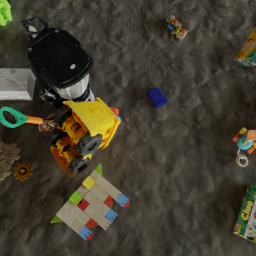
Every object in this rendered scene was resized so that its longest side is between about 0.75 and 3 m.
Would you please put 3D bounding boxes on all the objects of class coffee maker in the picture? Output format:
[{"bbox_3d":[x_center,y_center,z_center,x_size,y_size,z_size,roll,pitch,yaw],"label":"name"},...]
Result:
[{"bbox_3d":[-2.431,-2.120,10.441,1.998,2.967,2.849,-18,74,-11],"label":"coffee maker"}]

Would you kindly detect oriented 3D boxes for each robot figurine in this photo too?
[{"bbox_3d":[-6.252,-5.519,12.922,1.887,1.092,1.656,35,70,13],"label":"robot figurine"}]

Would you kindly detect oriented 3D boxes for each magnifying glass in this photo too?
[{"bbox_3d":[-3.072,-0.265,8.087,0.171,1.531,0.609,-33,72,23],"label":"magnifying glass"}]

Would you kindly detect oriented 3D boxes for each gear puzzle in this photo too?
[{"bbox_3d":[-4.856,1.167,10.594,2.830,0.371,1.466,21,67,5],"label":"gear puzzle"}]

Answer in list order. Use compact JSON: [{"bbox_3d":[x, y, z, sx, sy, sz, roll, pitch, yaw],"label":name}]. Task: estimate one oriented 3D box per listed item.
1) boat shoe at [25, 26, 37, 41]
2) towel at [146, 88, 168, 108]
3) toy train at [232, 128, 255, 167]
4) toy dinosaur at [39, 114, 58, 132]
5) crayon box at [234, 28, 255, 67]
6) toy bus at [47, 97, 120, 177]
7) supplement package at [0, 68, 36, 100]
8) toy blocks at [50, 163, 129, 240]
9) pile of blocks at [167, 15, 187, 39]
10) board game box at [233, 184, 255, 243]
[{"bbox_3d":[-4.242,-3.919,12.700,0.465,0.539,1.483,-36,72,32],"label":"boat shoe"},{"bbox_3d":[1.202,-1.255,11.656,0.609,0.204,0.825,-25,70,-17],"label":"towel"},{"bbox_3d":[5.281,0.649,10.594,2.432,0.676,1.827,-5,67,-3],"label":"toy train"},{"bbox_3d":[-2.778,-0.205,10.717,1.536,1.042,0.784,-6,78,42],"label":"toy dinosaur"},{"bbox_3d":[3.802,-2.492,7.978,0.384,0.961,1.513,33,95,-12],"label":"crayon box"},{"bbox_3d":[-1.377,0.182,10.212,1.764,2.599,2.495,46,41,20],"label":"toy bus"},{"bbox_3d":[-4.674,-1.792,11.538,1.404,0.778,1.094,1,68,-1],"label":"supplement package"},{"bbox_3d":[-1.142,2.745,9.579,1.722,1.259,2.519,40,72,3],"label":"toy blocks"},{"bbox_3d":[2.183,-4.711,12.945,0.559,0.423,1.363,-31,71,-12],"label":"pile of blocks"},{"bbox_3d":[4.453,3.017,9.877,0.965,0.216,1.841,23,69,11],"label":"board game box"}]
